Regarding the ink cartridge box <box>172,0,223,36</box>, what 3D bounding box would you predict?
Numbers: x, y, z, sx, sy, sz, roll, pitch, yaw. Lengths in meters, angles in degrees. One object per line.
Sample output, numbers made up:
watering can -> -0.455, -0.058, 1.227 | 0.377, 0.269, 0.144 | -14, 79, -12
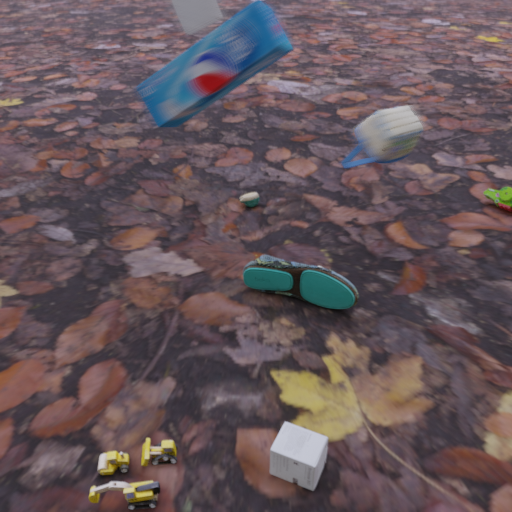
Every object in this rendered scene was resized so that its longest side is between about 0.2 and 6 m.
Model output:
ink cartridge box -> -1.331, -5.418, 11.931 | 0.887, 1.102, 0.276 | -26, 25, 0

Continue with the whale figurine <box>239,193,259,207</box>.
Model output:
whale figurine -> -0.163, -1.312, 13.190 | 0.474, 0.309, 0.596 | -24, 17, -24

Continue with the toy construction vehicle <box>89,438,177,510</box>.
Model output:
toy construction vehicle -> -1.543, 2.717, 7.132 | 1.028, 0.362, 0.895 | -2, 34, -3

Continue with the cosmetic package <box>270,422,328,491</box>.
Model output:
cosmetic package -> 0.552, 2.574, 7.213 | 0.615, 0.507, 0.507 | 14, 37, 22

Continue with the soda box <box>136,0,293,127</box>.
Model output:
soda box -> -0.737, -3.271, 9.791 | 2.619, 0.840, 0.888 | -29, 4, 21

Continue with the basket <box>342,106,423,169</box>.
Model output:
basket -> 2.473, -2.247, 11.095 | 1.249, 1.416, 0.985 | -19, 76, -28

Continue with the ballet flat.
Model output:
ballet flat -> 0.849, 0.397, 10.245 | 2.185, 0.811, 0.811 | 14, 37, 17

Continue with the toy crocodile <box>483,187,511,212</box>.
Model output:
toy crocodile -> 6.023, -1.152, 12.738 | 1.707, 0.527, 0.576 | 24, 0, 33
